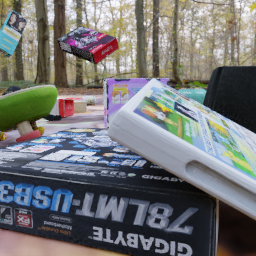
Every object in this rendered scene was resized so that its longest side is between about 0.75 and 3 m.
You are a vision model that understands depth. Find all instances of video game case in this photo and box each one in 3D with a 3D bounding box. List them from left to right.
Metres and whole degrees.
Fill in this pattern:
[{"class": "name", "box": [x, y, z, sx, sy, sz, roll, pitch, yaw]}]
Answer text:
[{"class": "video game case", "box": [1.129, 0.217, 3.157, 2.364, 0.285, 2.593, 29, 18, 2]}]

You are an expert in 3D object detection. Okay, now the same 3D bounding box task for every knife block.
[{"class": "knife block", "box": [-3.556, -1.163, 15.853, 1.998, 0.639, 1.754, 3, 10, 16]}]

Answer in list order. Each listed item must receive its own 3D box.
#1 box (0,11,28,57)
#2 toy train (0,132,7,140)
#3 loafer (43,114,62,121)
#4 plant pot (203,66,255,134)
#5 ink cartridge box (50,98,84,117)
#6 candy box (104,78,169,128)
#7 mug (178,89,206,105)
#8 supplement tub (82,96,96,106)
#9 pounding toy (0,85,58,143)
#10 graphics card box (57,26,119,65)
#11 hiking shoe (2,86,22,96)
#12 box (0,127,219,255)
[{"class": "box", "box": [-4.036, -3.231, 9.634, 0.361, 1.468, 0.604, -4, -26, 47]}, {"class": "toy train", "box": [-4.038, 0.177, 7.586, 1.051, 0.389, 1.399, 5, 10, 29]}, {"class": "loafer", "box": [-3.343, -0.444, 12.278, 0.829, 0.302, 0.300, 6, -5, -36]}, {"class": "plant pot", "box": [3.233, -0.700, 7.933, 2.296, 2.041, 2.301, 1, 9, 12]}, {"class": "ink cartridge box", "box": [-3.732, -1.060, 14.110, 2.742, 0.922, 1.593, 1, 8, 7]}, {"class": "candy box", "box": [0.170, -0.274, 6.280, 1.382, 1.647, 0.589, -2, 8, -12]}, {"class": "mug", "box": [2.732, -1.105, 12.850, 2.228, 1.378, 1.831, 8, 11, 42]}, {"class": "supplement tub", "box": [-3.096, -2.124, 22.034, 0.998, 0.724, 0.724, -4, 9, -23]}, {"class": "pounding toy", "box": [-2.915, -0.059, 7.384, 2.712, 1.259, 2.094, -20, 3, 25]}, {"class": "graphics card box", "box": [-1.581, -3.297, 10.996, 2.112, 0.537, 1.325, 28, 57, 32]}, {"class": "hiking shoe", "box": [-4.402, -0.792, 10.330, 1.124, 1.493, 2.967, -1, 8, -9]}, {"class": "box", "box": [-0.231, 0.540, 3.966, 2.962, 0.736, 2.940, 3, 8, 18]}]
